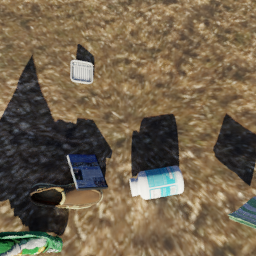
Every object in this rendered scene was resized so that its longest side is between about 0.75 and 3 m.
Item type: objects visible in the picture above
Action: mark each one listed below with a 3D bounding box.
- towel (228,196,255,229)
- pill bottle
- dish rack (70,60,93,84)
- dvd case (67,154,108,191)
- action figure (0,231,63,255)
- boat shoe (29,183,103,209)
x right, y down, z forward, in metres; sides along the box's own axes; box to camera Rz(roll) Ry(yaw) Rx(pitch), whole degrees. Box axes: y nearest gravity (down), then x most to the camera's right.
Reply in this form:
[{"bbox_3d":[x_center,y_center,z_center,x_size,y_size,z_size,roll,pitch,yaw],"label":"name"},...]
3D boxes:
[{"bbox_3d":[3.271,2.104,7.013,1.267,0.966,0.148,-16,105,-35],"label":"towel"},{"bbox_3d":[0.767,1.514,7.696,1.392,0.771,0.771,-8,62,-5],"label":"pill bottle"},{"bbox_3d":[-1.625,-1.927,9.784,0.787,0.200,0.917,6,60,-19],"label":"dish rack"},{"bbox_3d":[-1.140,1.212,7.828,0.895,0.110,1.255,4,38,-32],"label":"dvd case"},{"bbox_3d":[-2.949,2.768,6.538,2.886,1.705,0.789,7,61,-25],"label":"action figure"},{"bbox_3d":[-1.635,1.842,7.395,1.940,0.718,0.717,0,90,-6],"label":"boat shoe"}]
